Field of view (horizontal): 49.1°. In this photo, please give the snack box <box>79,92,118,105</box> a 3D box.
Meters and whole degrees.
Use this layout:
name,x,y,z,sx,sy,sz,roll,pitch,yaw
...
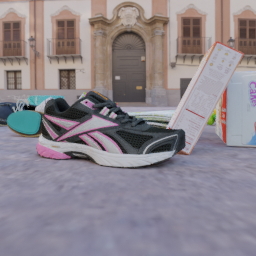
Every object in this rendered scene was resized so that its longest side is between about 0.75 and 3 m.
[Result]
name,x,y,z,sx,sy,sz,roll,pitch,yaw
snack box,-1.616,-1.111,13.949,1.677,0.625,2.358,19,-7,-14

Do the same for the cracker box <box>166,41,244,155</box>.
name,x,y,z,sx,sy,sz,roll,pitch,yaw
cracker box,1.352,-0.541,5.380,0.563,1.953,1.308,28,9,4

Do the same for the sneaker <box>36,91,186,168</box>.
name,x,y,z,sx,sy,sz,roll,pitch,yaw
sneaker,-0.395,-0.040,4.484,2.576,1.112,1.035,2,7,17

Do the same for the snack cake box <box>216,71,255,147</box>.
name,x,y,z,sx,sy,sz,roll,pitch,yaw
snack cake box,2.704,-0.480,6.858,0.893,1.528,2.657,1,5,13

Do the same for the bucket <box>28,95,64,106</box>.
name,x,y,z,sx,sy,sz,roll,pitch,yaw
bucket,-3.829,-0.911,13.240,1.884,1.226,1.884,0,4,0

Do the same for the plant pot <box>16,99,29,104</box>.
name,x,y,z,sx,sy,sz,roll,pitch,yaw
plant pot,-5.591,-0.994,15.733,0.947,1.070,1.068,15,10,19

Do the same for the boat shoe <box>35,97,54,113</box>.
name,x,y,z,sx,sy,sz,roll,pitch,yaw
boat shoe,-2.965,-0.572,11.406,0.800,0.876,2.435,-24,-6,3

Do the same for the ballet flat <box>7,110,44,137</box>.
name,x,y,z,sx,sy,sz,roll,pitch,yaw
ballet flat,-2.183,-0.017,7.525,2.241,0.769,0.706,4,-21,19

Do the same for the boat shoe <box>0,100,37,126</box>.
name,x,y,z,sx,sy,sz,roll,pitch,yaw
boat shoe,-4.234,-0.557,11.060,0.822,0.995,2.658,-11,-12,38

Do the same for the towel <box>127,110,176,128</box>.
name,x,y,z,sx,sy,sz,roll,pitch,yaw
towel,0.516,-0.180,8.297,2.430,0.684,2.839,2,5,9

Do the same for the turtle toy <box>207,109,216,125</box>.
name,x,y,z,sx,sy,sz,roll,pitch,yaw
turtle toy,3.674,-0.440,11.071,1.339,0.677,0.976,2,5,26
